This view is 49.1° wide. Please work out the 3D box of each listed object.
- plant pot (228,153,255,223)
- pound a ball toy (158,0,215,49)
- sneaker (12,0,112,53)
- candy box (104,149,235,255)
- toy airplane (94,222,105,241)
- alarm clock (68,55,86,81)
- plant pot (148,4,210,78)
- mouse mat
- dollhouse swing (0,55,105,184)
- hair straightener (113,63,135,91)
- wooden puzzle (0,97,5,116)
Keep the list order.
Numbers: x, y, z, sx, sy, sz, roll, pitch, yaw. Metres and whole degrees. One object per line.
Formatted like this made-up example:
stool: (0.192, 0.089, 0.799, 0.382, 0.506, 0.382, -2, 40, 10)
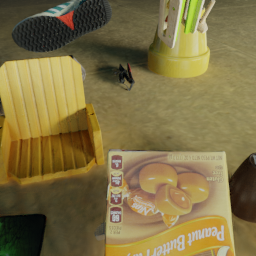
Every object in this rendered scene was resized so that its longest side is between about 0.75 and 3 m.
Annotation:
plant pot: (2.637, 1.131, 5.802, 1.117, 1.195, 1.117, 0, 35, 0)
pound a ball toy: (1.692, -3.629, 8.371, 1.668, 2.558, 1.087, -36, 73, -8)
sneaker: (-1.828, -2.917, 7.836, 2.726, 0.960, 1.274, -23, 30, -5)
candy box: (0.531, 1.788, 3.848, 1.678, 0.804, 2.907, 0, 72, 1)
toy airplane: (0.548, 1.465, 5.066, 1.856, 1.315, 1.864, 10, 48, 31)
alarm clock: (-2.110, -1.472, 9.077, 1.839, 0.908, 2.727, -52, 29, -17)
plant pot: (2.158, -3.735, 11.681, 2.622, 2.467, 2.622, -1, 35, 1)
mouse mat: (-2.508, 2.479, 4.858, 1.875, 0.088, 2.330, -3, 36, -4)
dollhouse swing: (-2.047, -0.323, 6.996, 2.540, 2.233, 2.308, -8, 35, -13)
hair straightener: (-0.194, -2.023, 11.126, 0.769, 0.409, 1.999, -5, 40, -6)
wooden puzzle: (-4.685, -1.040, 9.521, 2.405, 0.448, 2.224, 8, 35, 14)
